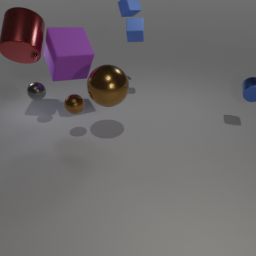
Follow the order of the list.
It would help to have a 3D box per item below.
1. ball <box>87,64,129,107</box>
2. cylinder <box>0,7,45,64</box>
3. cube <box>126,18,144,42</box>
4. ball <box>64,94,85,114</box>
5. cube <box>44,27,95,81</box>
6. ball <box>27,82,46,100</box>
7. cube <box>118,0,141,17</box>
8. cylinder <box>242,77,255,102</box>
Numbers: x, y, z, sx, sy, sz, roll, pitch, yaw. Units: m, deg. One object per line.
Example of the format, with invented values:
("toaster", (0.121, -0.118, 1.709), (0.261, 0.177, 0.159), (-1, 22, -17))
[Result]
("ball", (-0.663, -1.401, 9.333), (1.400, 1.400, 1.400), (0, 30, 0))
("cylinder", (-3.732, -3.237, 9.915), (1.400, 1.400, 1.400), (1, 71, 1))
("cube", (0.304, -4.132, 11.829), (0.700, 0.700, 0.700), (-1, 67, 4))
("ball", (-1.875, -0.833, 9.794), (0.700, 0.700, 0.700), (0, 30, 0))
("cube", (-2.251, -2.774, 10.542), (1.400, 1.400, 1.400), (-11, 64, -27))
("ball", (-3.505, -1.409, 10.741), (0.700, 0.700, 0.700), (0, 30, 0))
("cube", (0.067, -5.594, 12.867), (0.700, 0.700, 0.700), (-18, 4, -35))
("cylinder", (4.656, -1.440, 10.479), (0.700, 0.700, 0.700), (8, 40, 13))
